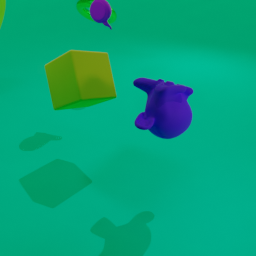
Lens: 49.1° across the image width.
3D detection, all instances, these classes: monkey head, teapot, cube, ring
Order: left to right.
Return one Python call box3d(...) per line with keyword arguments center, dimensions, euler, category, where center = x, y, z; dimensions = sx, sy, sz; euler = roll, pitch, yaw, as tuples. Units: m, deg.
box3d(center=(-1.004, -0.990, 5.961), dimensions=(0.997, 0.997, 0.997), euler=(-12, 0, 43), category="cube")
box3d(center=(-1.180, -4.373, 10.551), dimensions=(1.567, 0.313, 1.567), euler=(15, -2, 0), category="ring")
box3d(center=(-0.821, -3.709, 8.982), dimensions=(0.726, 1.167, 0.571), euler=(-16, 12, 29), category="teapot")
box3d(center=(0.521, -0.336, 4.667), dimensions=(1.109, 0.929, 1.541), euler=(22, 12, 30), category="monkey head")

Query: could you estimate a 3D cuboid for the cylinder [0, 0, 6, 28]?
box3d(center=(-2.641, -1.765, 4.147), dimensions=(1.186, 1.186, 1.186), euler=(23, 29, -16), category="cylinder")
